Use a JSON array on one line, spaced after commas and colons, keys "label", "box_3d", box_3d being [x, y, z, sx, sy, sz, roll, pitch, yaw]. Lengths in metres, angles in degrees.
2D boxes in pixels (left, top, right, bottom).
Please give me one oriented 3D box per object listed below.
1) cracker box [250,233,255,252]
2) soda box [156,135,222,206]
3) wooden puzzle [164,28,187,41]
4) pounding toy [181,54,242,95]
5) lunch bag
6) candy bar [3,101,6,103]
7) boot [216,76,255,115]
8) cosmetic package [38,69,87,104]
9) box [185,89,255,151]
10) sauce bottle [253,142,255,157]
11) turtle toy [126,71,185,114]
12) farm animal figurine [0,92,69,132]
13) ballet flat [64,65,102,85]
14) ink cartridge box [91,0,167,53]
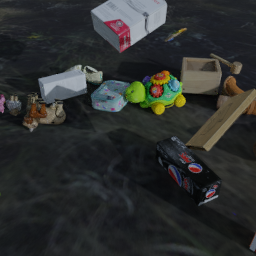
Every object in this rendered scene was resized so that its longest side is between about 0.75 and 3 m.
[{"label": "cracker box", "box_3d": [4.155, 2.813, 6.463, 2.201, 1.474, 0.635, 26, 43, 32]}, {"label": "soda box", "box_3d": [1.878, 1.300, 9.145, 0.870, 0.779, 2.460, -17, 38, -20]}, {"label": "wooden puzzle", "box_3d": [1.617, -3.196, 9.560, 0.683, 0.118, 1.012, -29, 6, -26]}, {"label": "pounding toy", "box_3d": [4.184, -2.732, 14.265, 2.878, 1.317, 2.528, 5, 36, 7]}, {"label": "lunch bag", "box_3d": [-0.786, -1.535, 13.102, 1.558, 0.749, 1.942, 14, 38, 19]}, {"label": "candy bar", "box_3d": [-6.039, -1.053, 12.993, 0.216, 0.096, 0.865, 14, 38, 19]}, {"label": "boot", "box_3d": [5.255, -1.471, 12.827, 1.917, 0.947, 2.469, 14, 39, 20]}, {"label": "cosmetic package", "box_3d": [-3.112, -2.020, 13.512, 2.094, 1.062, 0.746, -20, 40, -26]}, {"label": "box", "box_3d": [2.559, -0.171, 7.899, 0.218, 1.675, 2.049, 43, 85, -2]}, {"label": "sauce bottle", "box_3d": [5.963, 0.545, 10.112, 2.914, 0.962, 0.962, -11, 37, -19]}, {"label": "turtle toy", "box_3d": [1.216, -1.693, 12.707, 2.746, 1.388, 2.002, -20, 39, -10]}, {"label": "farm animal figurine", "box_3d": [-4.040, -0.622, 11.577, 2.581, 1.298, 2.084, 15, 19, 25]}, {"label": "ballet flat", "box_3d": [-2.422, -2.984, 15.046, 2.450, 0.851, 0.851, 17, 39, 21]}, {"label": "ink cartridge box", "box_3d": [0.069, -4.637, 11.698, 2.576, 1.074, 1.870, -37, 66, -15]}]
